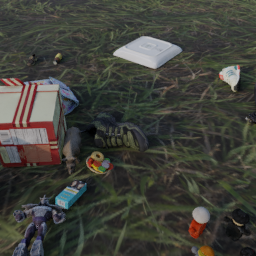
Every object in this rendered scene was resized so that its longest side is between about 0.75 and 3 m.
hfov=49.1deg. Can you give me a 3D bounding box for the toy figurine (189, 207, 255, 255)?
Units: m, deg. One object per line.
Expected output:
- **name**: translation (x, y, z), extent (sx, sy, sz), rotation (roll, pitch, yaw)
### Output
- **toy figurine**: translation (2.275, 2.739, 6.818), extent (1.524, 1.060, 1.500), rotation (4, 40, 5)

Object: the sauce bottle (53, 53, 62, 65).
- **sauce bottle**: translation (-3.835, -3.751, 15.230), extent (0.303, 0.303, 0.919), rotation (5, 39, 6)

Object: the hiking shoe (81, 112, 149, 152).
- **hiking shoe**: translation (-0.470, 0.394, 9.877), extent (2.634, 0.997, 1.326), rotation (23, 53, 38)

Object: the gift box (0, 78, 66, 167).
- **gift box**: translation (-3.440, -0.256, 9.484), extent (2.478, 2.287, 2.314), rotation (2, 41, -7)

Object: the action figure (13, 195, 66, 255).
- **action figure**: translation (-2.349, 2.577, 7.310), extent (1.374, 0.732, 2.111), rotation (-5, 36, 3)

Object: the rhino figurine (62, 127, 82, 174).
- **rhino figurine**: translation (-1.870, 0.757, 9.323), extent (0.605, 0.885, 2.023), rotation (-1, 39, -4)

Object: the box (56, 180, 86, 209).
- **box**: translation (-1.652, 1.923, 8.216), extent (0.421, 0.252, 1.023), rotation (15, 25, 17)

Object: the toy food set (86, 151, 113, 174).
- **toy food set**: translation (-0.930, 1.163, 9.181), extent (0.880, 0.216, 0.889), rotation (31, 29, 12)

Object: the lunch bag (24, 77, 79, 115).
- **lunch bag**: translation (-3.188, -1.302, 11.618), extent (1.874, 1.192, 1.589), rotation (-12, 43, -26)

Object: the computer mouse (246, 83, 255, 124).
- **computer mouse**: translation (5.855, -0.989, 11.689), extent (1.906, 0.725, 2.752), rotation (9, 52, 8)

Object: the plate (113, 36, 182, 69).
- **plate**: translation (1.173, -4.491, 15.988), extent (2.959, 0.478, 2.952), rotation (26, 46, 28)

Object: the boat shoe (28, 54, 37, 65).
- **boat shoe**: translation (-5.203, -3.709, 15.128), extent (0.366, 0.360, 0.981), rotation (1, 40, 2)

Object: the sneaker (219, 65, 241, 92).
- **sneaker**: translation (4.835, -2.324, 13.323), extent (0.954, 0.718, 2.041), rotation (0, 38, 23)
